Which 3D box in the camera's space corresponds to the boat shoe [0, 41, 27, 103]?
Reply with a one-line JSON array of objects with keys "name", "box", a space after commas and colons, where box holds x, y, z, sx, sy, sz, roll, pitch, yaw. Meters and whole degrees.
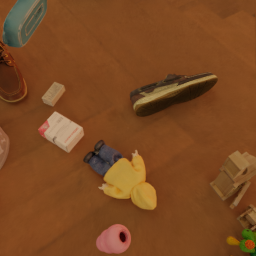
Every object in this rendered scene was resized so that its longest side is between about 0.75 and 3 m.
[{"name": "boat shoe", "box": [-4.392, -2.103, 9.599, 1.071, 1.005, 2.977, -27, 63, -15]}]

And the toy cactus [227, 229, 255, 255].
[{"name": "toy cactus", "box": [3.253, 3.199, 6.570, 2.054, 1.050, 1.695, -13, 69, -17]}]

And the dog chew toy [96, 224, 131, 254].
[{"name": "dog chew toy", "box": [-0.309, 2.081, 5.183, 0.492, 0.791, 0.492, 23, 51, -31]}]

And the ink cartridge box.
[{"name": "ink cartridge box", "box": [-2.028, 0.126, 8.586, 1.110, 0.460, 0.813, 30, 64, 17]}]

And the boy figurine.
[{"name": "boy figurine", "box": [-0.080, 1.287, 7.683, 2.349, 0.757, 1.460, 36, 80, 18]}]

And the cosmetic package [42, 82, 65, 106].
[{"name": "cosmetic package", "box": [-2.503, -1.147, 9.456, 0.401, 0.283, 0.774, 23, 63, 13]}]

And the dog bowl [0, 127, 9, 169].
[{"name": "dog bowl", "box": [-4.930, 0.541, 8.166, 2.654, 0.778, 2.654, 0, 60, 1]}]

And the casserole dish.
[{"name": "casserole dish", "box": [-2.819, -3.156, 7.926, 0.411, 1.283, 2.118, 24, 67, -7]}]

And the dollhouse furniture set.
[{"name": "dollhouse furniture set", "box": [3.155, 1.484, 6.967, 1.028, 1.849, 1.635, -27, 62, -15]}]

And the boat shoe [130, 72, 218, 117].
[{"name": "boat shoe", "box": [1.457, -1.318, 9.113, 2.956, 1.056, 0.971, -22, 66, -7]}]
